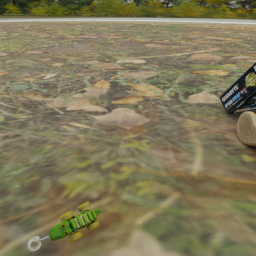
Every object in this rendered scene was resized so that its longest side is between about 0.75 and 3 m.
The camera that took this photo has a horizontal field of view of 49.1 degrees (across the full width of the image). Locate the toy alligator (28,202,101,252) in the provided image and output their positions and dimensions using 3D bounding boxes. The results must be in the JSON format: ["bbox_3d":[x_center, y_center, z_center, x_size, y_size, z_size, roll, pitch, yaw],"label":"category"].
[{"bbox_3d":[-0.744,1.287,3.648,1.104,0.366,0.265,-21,-12,-42],"label":"toy alligator"}]

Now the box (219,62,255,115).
[{"bbox_3d":[4.286,-1.292,7.604,2.780,2.210,0.640,-10,69,-19],"label":"box"}]

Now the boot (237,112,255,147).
[{"bbox_3d":[3.479,0.259,6.232,1.621,0.705,1.949,13,18,-7],"label":"boot"}]
